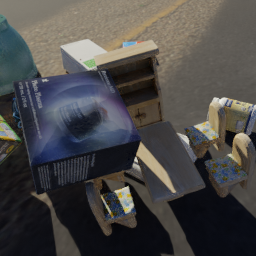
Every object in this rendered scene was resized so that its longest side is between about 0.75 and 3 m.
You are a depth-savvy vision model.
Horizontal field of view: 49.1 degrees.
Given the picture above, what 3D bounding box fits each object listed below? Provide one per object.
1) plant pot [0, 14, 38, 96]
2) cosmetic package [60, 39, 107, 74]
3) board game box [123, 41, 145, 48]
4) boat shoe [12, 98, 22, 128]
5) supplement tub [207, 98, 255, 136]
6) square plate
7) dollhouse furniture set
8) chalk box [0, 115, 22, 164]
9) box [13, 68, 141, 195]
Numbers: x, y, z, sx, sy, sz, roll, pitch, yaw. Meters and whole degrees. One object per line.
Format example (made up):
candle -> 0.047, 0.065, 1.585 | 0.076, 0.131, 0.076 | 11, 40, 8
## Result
plant pot -> -4.486, -2.460, 8.827 | 2.836, 1.900, 2.836 | 0, 38, 0
cosmetic package -> -1.239, -2.043, 9.101 | 1.138, 0.897, 2.115 | -25, 46, -26
board game box -> 0.312, -3.004, 10.864 | 0.927, 0.244, 1.211 | -5, 38, -6
boat shoe -> -2.198, -0.364, 6.466 | 0.902, 0.736, 2.143 | 2, 0, -23
supplement tub -> 2.593, -0.311, 6.973 | 1.071, 0.773, 0.773 | 18, 41, 22
square plate -> 0.607, 0.483, 6.382 | 1.802, 0.256, 1.785 | 23, 44, 27
dollhouse furniture set -> 0.408, -0.069, 5.290 | 2.704, 1.915, 2.944 | -17, 41, -3
chalk box -> -2.953, 0.240, 5.643 | 0.971, 1.561, 0.966 | -44, 79, 2
box -> -0.874, -0.027, 4.602 | 1.622, 1.007, 1.635 | -13, 57, -21
